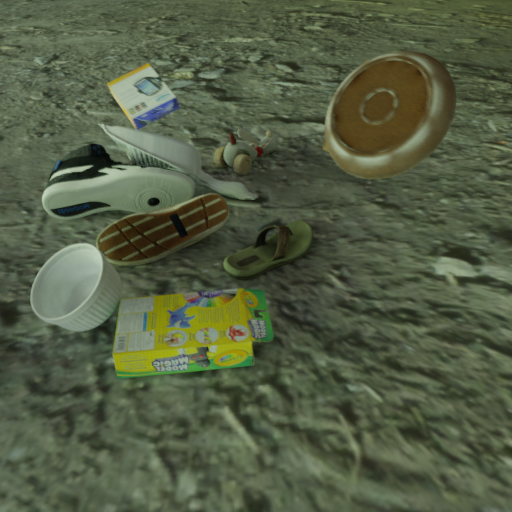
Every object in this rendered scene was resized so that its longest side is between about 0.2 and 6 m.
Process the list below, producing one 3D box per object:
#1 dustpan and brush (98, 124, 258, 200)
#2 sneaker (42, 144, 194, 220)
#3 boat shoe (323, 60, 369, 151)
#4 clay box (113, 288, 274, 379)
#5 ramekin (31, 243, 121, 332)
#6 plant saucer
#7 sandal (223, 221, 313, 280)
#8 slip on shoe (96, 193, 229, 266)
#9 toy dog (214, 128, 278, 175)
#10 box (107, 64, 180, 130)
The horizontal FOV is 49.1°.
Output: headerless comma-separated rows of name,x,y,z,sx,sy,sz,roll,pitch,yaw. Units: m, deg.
dustpan and brush,-1.738,-2.091,13.463,3.724,1.066,2.599,8,-4,0
sneaker,-3.196,-1.973,13.144,3.398,1.241,1.901,-5,47,-5
boat shoe,2.144,-3.141,12.083,0.692,2.144,0.764,23,0,-8
clay box,-1.010,1.225,9.216,2.476,0.589,1.422,-3,34,-5
ramekin,-3.012,0.597,9.574,1.462,0.768,1.462,-13,54,19
plant saucer,2.088,-2.403,9.245,2.297,2.297,0.368,30,4,37
sandal,0.330,-0.217,11.332,2.269,0.647,0.901,-29,43,-36
slip on shoe,-1.914,-0.523,11.701,2.802,1.065,0.849,-25,-4,-16
toy dog,-0.241,-3.053,15.235,1.424,1.040,2.158,10,35,15
box,-2.375,-3.362,11.932,1.048,0.365,1.761,-29,55,-9
